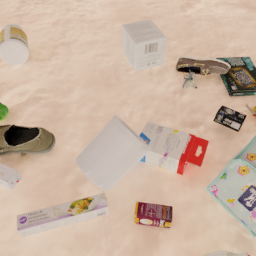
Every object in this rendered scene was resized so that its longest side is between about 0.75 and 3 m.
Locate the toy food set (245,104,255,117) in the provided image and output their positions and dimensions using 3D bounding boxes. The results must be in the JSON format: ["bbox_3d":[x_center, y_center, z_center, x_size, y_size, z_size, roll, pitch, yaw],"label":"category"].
[{"bbox_3d":[5.100,-0.435,10.180,1.720,0.562,1.012,1,24,-1],"label":"toy food set"}]

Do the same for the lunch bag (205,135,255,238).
[{"bbox_3d":[3.601,1.595,7.653,2.439,1.487,2.078,-36,67,-23],"label":"lunch bag"}]

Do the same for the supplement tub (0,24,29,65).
[{"bbox_3d":[-5.145,-3.792,12.621,1.246,1.246,1.723,-12,49,-11],"label":"supplement tub"}]

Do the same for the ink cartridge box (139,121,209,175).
[{"bbox_3d":[1.370,0.679,8.968,2.112,0.710,1.227,18,48,16],"label":"ink cartridge box"}]

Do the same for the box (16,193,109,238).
[{"bbox_3d":[-1.733,2.363,7.652,2.430,0.503,0.470,-13,49,-10],"label":"box"}]

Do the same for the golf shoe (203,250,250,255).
[{"bbox_3d":[2.056,3.987,6.036,1.238,1.019,2.706,3,44,22],"label":"golf shoe"}]

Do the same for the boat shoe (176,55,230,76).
[{"bbox_3d":[3.112,-2.527,11.774,2.200,0.790,0.655,15,72,20],"label":"boat shoe"}]

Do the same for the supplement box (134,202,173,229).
[{"bbox_3d":[0.686,2.367,7.607,0.997,0.550,0.427,6,49,6],"label":"supplement box"}]

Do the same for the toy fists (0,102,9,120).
[{"bbox_3d":[-4.983,-0.421,10.175,1.308,0.450,0.667,-34,49,-24],"label":"toy fists"}]

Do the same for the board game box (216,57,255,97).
[{"bbox_3d":[4.749,-2.225,11.844,1.555,0.324,2.299,-2,48,-2],"label":"board game box"}]

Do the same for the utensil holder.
[{"bbox_3d":[-0.431,0.719,7.973,1.707,1.450,1.450,-46,58,2],"label":"utensil holder"}]

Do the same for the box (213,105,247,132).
[{"bbox_3d":[3.491,-0.333,9.581,0.913,0.393,0.747,27,34,20],"label":"box"}]

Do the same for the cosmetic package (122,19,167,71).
[{"bbox_3d":[0.677,-3.687,12.413,1.416,1.407,1.692,-15,51,-13],"label":"cosmetic package"}]

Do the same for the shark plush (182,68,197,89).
[{"bbox_3d":[2.542,-2.132,11.678,0.507,0.553,1.217,-13,54,31],"label":"shark plush"}]

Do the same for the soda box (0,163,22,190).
[{"bbox_3d":[-4.006,1.355,8.581,1.394,0.444,0.475,19,51,17],"label":"soda box"}]

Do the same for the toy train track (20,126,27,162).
[{"bbox_3d":[-3.548,0.470,9.507,0.865,0.245,1.508,-10,50,-8],"label":"toy train track"}]

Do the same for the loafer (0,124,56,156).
[{"bbox_3d":[-3.848,0.261,8.991,2.889,1.006,1.086,-3,61,2],"label":"loafer"}]
